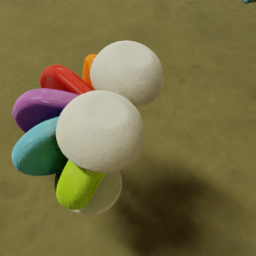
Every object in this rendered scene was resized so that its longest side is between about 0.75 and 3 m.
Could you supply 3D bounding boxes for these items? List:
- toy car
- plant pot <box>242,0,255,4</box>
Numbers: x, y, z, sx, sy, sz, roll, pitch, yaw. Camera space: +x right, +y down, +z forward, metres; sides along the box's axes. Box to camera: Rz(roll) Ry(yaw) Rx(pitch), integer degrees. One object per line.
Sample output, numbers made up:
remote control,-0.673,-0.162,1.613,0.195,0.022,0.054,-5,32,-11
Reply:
toy car,-0.787,-0.118,4.719,2.135,2.492,2.847,21,53,0
plant pot,3.125,-3.399,6.661,0.814,0.867,0.867,-22,50,6
